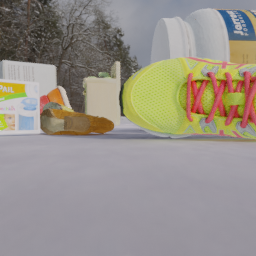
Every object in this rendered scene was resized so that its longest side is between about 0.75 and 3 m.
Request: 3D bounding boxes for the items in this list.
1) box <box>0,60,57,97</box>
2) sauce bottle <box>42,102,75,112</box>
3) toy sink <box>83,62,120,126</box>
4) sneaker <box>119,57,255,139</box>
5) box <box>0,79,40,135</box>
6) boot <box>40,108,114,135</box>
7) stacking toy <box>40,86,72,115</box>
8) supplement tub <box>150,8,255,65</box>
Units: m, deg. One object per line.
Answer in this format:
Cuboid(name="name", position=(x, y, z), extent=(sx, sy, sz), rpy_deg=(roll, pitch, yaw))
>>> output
Cuboid(name="box", position=(-5.291, -1.597, 13.945), extent=(2.529, 2.952, 2.938), rpy_deg=(-5, 3, -40))
Cuboid(name="sauce bottle", position=(-2.059, -0.384, 9.285), extent=(0.645, 0.645, 1.992), rpy_deg=(0, -6, 16))
Cuboid(name="toy sink", position=(-1.336, -1.603, 13.549), extent=(1.673, 2.986, 1.946), rpy_deg=(0, 2, -11))
Cuboid(name="sneaker", position=(0.861, -0.249, 2.221), extent=(1.862, 0.727, 0.841), rpy_deg=(0, 4, -4))
Cuboid(name="box", position=(-1.590, -0.221, 3.051), extent=(1.097, 0.617, 0.556), rpy_deg=(-3, 2, -42))
Cuboid(name="boot", position=(-0.652, -0.045, 3.510), extent=(0.644, 0.317, 0.900), rpy_deg=(7, 0, -44))
Cuboid(name="stacking toy", position=(-3.396, -0.624, 10.876), extent=(2.240, 1.636, 1.636), rpy_deg=(-16, 6, -18))
Cuboid(name="supplement tub", position=(1.615, -0.802, 4.104), extent=(2.392, 1.730, 1.730), rpy_deg=(-1, 1, -5))
